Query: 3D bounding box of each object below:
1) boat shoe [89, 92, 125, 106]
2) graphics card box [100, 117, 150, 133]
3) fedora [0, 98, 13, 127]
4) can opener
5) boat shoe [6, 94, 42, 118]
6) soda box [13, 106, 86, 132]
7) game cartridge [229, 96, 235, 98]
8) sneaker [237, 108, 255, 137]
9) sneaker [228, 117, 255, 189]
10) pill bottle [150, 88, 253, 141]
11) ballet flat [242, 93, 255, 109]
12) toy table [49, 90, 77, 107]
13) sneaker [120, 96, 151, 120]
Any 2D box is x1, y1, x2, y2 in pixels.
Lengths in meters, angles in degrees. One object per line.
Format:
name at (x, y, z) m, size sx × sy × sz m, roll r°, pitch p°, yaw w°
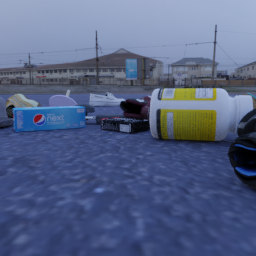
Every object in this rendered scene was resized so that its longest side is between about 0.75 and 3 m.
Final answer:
boat shoe at (-1.274, -1.912, 18.515) m, size 2.665 × 0.890 × 0.980 m, roll -6°, pitch 10°, yaw -34°
graphics card box at (-0.095, -0.098, 8.145) m, size 1.273 × 0.324 × 0.799 m, roll 5°, pitch 9°, yaw 40°
fedora at (-4.740, -0.537, 8.589) m, size 2.304 × 1.040 × 2.037 m, roll -4°, pitch 7°, yaw -24°
can opener at (-0.884, -0.428, 9.471) m, size 2.072 × 0.689 × 0.545 m, roll 6°, pitch 8°, yaw 8°
boat shoe at (-4.107, -0.672, 10.233) m, size 1.048 × 0.986 × 2.751 m, roll -21°, pitch 20°, yaw -36°
soda box at (-2.343, -0.302, 8.411) m, size 2.032 × 0.652 × 0.689 m, roll -3°, pitch 9°, yaw -25°
game cartridge at (4.061, -0.902, 11.506) m, size 1.701 × 0.504 × 2.625 m, roll 14°, pitch 1°, yaw -28°
sneaker at (3.337, 0.046, 4.913) m, size 2.732 × 0.969 × 1.132 m, roll 9°, pitch 6°, yaw 34°
sneaker at (1.940, 0.220, 3.984) m, size 1.392 × 0.909 × 2.488 m, roll -1°, pitch 9°, yaw -7°
pill bottle at (1.673, -0.316, 6.538) m, size 2.189 × 1.218 × 1.218 m, roll 2°, pitch 9°, yaw 16°
ballet flat at (3.478, -0.217, 7.154) m, size 0.721 × 0.676 × 1.992 m, roll -37°, pitch 47°, yaw -5°
toy table at (-2.848, -1.096, 12.497) m, size 1.274 × 1.171 × 0.746 m, roll 31°, pitch 10°, yaw -19°
sneaker at (0.290, -0.707, 9.308) m, size 1.450 × 0.950 × 2.511 m, roll 10°, pitch 4°, yaw -23°
